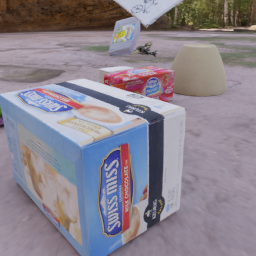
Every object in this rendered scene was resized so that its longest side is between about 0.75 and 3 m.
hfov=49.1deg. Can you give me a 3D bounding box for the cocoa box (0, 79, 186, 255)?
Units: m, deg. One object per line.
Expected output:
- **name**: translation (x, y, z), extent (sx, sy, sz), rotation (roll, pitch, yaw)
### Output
- **cocoa box**: translation (-0.689, 0.376, 4.604), extent (1.771, 1.800, 2.700), rotation (-18, 29, -37)

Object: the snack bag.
- **snack bag**: translation (0.694, -3.639, 7.732), extent (1.696, 0.193, 1.799), rotation (-36, 57, -4)

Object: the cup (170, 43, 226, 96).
- **cup**: translation (2.825, -2.487, 11.472), extent (2.479, 1.773, 2.479), rotation (-1, 23, 0)

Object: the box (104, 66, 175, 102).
- **box**: translation (0.411, -1.389, 9.673), extent (2.342, 1.118, 1.167), rotation (-19, 29, -37)

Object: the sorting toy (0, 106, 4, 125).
- **sorting toy**: translation (-3.100, -0.441, 8.105), extent (2.056, 0.844, 1.236), rotation (-28, 18, -27)

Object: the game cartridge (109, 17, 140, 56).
- **game cartridge**: translation (-0.092, -3.464, 10.515), extent (1.073, 1.609, 0.326), rotation (-1, -24, 27)

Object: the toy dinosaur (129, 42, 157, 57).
- **toy dinosaur**: translation (0.622, -3.162, 11.422), extent (0.894, 0.481, 2.029), rotation (20, 30, 30)

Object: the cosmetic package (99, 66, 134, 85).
- **cosmetic package**: translation (-0.398, -1.626, 10.242), extent (1.124, 1.127, 0.693), rotation (-15, 28, -33)
